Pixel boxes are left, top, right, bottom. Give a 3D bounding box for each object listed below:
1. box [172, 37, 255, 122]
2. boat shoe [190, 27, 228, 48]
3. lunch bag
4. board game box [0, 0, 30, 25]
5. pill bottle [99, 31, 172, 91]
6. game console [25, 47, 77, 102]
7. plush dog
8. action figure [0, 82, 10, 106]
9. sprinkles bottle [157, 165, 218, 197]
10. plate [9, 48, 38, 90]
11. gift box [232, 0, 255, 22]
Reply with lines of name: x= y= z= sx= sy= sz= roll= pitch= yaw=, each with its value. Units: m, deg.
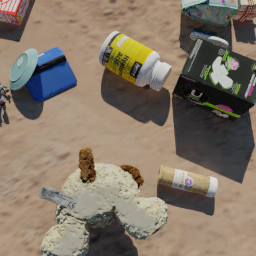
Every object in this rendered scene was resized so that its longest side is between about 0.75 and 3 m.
box: x=2.522 y=-1.311 z=7.962 sx=2.058 sy=1.529 sz=1.280 roll=25 pitch=75 yaw=7
boat shoe: x=2.653 y=-2.937 z=9.048 sx=1.255 sy=0.439 sz=0.416 roll=20 pitch=76 yaw=14
lunch bag: x=2.547 y=-4.235 z=9.015 sx=1.715 sy=1.046 sz=1.461 roll=8 pitch=72 yaw=-7
board game box: x=-4.162 y=-4.731 z=9.490 sx=1.726 sy=0.528 sz=2.279 roll=11 pitch=74 yaw=3
pill bottle: x=0.241 y=-1.939 z=8.364 sx=2.018 sy=1.123 sz=1.123 roll=30 pitch=76 yaw=8
game console: x=-2.536 y=-1.715 z=8.811 sx=1.467 sy=0.868 sz=1.252 roll=-27 pitch=44 yaw=-8
plush dog: x=-0.768 y=1.529 z=6.676 sx=2.826 sy=2.427 sz=2.267 roll=-18 pitch=91 yaw=-8
action figure: x=-3.843 y=-1.067 z=8.384 sx=0.574 sy=0.306 sz=0.881 roll=4 pitch=57 yaw=-31
sprinkles bottle: x=1.604 y=1.457 z=7.665 sx=1.572 sy=0.536 sz=0.536 roll=13 pitch=74 yaw=4
plate: x=-3.211 y=-1.796 z=8.393 sx=1.401 sy=0.179 sz=1.401 roll=-18 pitch=60 yaw=34
gift box: x=3.926 y=-4.024 z=9.161 sx=0.848 sy=0.783 sz=0.792 roll=0 pitch=72 yaw=3
